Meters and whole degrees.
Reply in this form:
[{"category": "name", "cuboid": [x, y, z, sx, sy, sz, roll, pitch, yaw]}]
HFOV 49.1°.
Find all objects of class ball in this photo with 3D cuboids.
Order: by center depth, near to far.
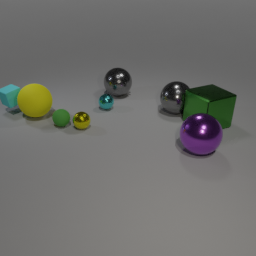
[{"category": "ball", "cuboid": [2.435, 0.196, 9.369, 1.400, 1.400, 1.400, 0, 29, 0]}, {"category": "ball", "cuboid": [-1.824, -0.302, 11.016, 0.700, 0.700, 0.700, 0, 29, 0]}, {"category": "ball", "cuboid": [-2.651, -0.411, 11.134, 0.700, 0.700, 0.700, 0, 29, 0]}, {"category": "ball", "cuboid": [-3.882, -1.148, 11.724, 1.400, 1.400, 1.400, 0, 29, 0]}, {"category": "ball", "cuboid": [2.077, -1.306, 12.058, 1.400, 1.400, 1.400, 0, 29, 0]}, {"category": "ball", "cuboid": [-0.977, -1.183, 12.557, 0.700, 0.700, 0.700, 0, 29, 0]}, {"category": "ball", "cuboid": [-0.497, -2.264, 13.793, 1.400, 1.400, 1.400, 0, 29, 0]}]

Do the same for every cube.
[{"category": "cube", "cuboid": [3.202, -0.789, 11.159, 1.400, 1.400, 1.400, -14, 32, -23]}, {"category": "cube", "cuboid": [-5.042, -1.378, 12.061, 0.700, 0.700, 0.700, 21, 43, 34]}]
